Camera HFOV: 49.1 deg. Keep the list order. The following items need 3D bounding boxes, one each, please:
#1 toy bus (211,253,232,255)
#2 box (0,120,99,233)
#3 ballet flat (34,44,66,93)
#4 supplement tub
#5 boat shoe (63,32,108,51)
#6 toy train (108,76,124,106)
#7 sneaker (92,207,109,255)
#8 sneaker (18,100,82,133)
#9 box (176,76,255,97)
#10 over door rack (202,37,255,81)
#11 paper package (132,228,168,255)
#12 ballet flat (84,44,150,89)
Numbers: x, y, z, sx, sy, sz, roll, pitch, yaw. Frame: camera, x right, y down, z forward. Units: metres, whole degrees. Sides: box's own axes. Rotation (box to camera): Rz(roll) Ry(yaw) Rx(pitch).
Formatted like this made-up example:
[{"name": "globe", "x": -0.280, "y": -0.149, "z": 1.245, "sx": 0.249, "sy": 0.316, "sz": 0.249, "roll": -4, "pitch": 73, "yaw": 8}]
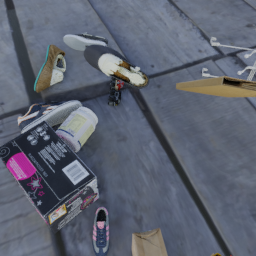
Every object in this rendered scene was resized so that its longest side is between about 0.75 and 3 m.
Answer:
[{"name": "toy bus", "x": 2.177, "y": 3.256, "z": 6.843, "sx": 0.370, "sy": 0.717, "sz": 0.677, "roll": 45, "pitch": 26, "yaw": 29}, {"name": "box", "x": -2.533, "y": 1.521, "z": 9.130, "sx": 1.910, "sy": 1.659, "sz": 2.891, "roll": -35, "pitch": 63, "yaw": -25}, {"name": "ballet flat", "x": -3.410, "y": -2.686, "z": 12.773, "sx": 1.055, "sy": 0.989, "sz": 2.917, "roll": 14, "pitch": 49, "yaw": -13}, {"name": "supplement tub", "x": -1.919, "y": 0.040, "z": 10.543, "sx": 1.096, "sy": 1.096, "sz": 1.511, "roll": 24, "pitch": 57, "yaw": 16}, {"name": "boat shoe", "x": -2.072, "y": -4.364, "z": 13.926, "sx": 2.177, "sy": 0.804, "sz": 0.743, "roll": 8, "pitch": 58, "yaw": 5}, {"name": "toy train", "x": -0.480, "y": -2.017, "z": 12.456, "sx": 0.600, "sy": 0.447, "sz": 2.619, "roll": 5, "pitch": 55, "yaw": -1}, {"name": "sneaker", "x": -0.847, "y": 3.168, "z": 8.563, "sx": 0.531, "sy": 0.621, "sz": 1.515, "roll": -4, "pitch": 54, "yaw": -3}, {"name": "sneaker", "x": -3.131, "y": -0.611, "z": 11.077, "sx": 2.562, "sy": 1.005, "sz": 1.017, "roll": -29, "pitch": 65, "yaw": -17}, {"name": "box", "x": 2.606, "y": -1.045, "z": 7.432, "sx": 1.874, "sy": 2.293, "sz": 0.244, "roll": 6, "pitch": 94, "yaw": -17}, {"name": "over door rack", "x": 4.518, "y": -2.661, "z": 12.100, "sx": 2.468, "sy": 1.823, "sz": 0.822, "roll": 19, "pitch": 51, "yaw": 13}, {"name": "paper package", "x": 0.607, "y": 3.694, "z": 7.622, "sx": 0.798, "sy": 1.543, "sz": 1.470, "roll": -10, "pitch": 54, "yaw": -7}, {"name": "ballet flat", "x": -0.292, "y": -2.115, "z": 9.918, "sx": 2.653, "sy": 0.969, "sz": 0.969, "roll": 25, "pitch": 49, "yaw": -27}]
